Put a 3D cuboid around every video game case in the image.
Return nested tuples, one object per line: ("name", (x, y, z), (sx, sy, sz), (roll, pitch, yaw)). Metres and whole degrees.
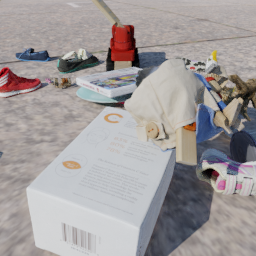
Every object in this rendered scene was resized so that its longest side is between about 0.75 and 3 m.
("video game case", (-0.135, -1.502, 8.852), (2.328, 0.268, 2.122), (-17, 27, -31))

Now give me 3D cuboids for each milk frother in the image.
("milk frother", (3.247, 0.281, 5.604), (1.611, 1.712, 1.545), (-8, 36, -12))

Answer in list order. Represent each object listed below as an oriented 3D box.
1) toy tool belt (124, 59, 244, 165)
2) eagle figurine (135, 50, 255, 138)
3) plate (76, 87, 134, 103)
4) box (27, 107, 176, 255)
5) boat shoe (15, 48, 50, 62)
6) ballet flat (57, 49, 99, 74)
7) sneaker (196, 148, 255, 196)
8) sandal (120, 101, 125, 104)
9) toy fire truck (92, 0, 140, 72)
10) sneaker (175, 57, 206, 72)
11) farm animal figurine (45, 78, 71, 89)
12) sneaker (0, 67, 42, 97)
("toy tool belt", (1.144, -0.167, 4.587), (2.313, 1.444, 1.422), (-9, 61, -47))
("eagle figurine", (2.001, -1.011, 7.654), (2.982, 2.263, 2.251), (3, 54, 46))
("plate", (-0.406, -1.435, 9.469), (2.692, 0.344, 2.692), (-2, 24, 1))
("box", (-0.187, 0.886, 4.862), (1.650, 1.293, 2.653), (15, 34, 16))
("boat shoe", (-4.389, -3.433, 12.913), (1.643, 0.564, 0.692), (3, 31, 4))
("ballet flat", (-2.060, -2.920, 11.885), (0.738, 0.742, 2.170), (21, 36, 33))
("sneaker", (2.079, 1.015, 5.420), (1.743, 0.709, 0.769), (15, 34, 39))
("sandal", (0.022, -0.911, 8.883), (0.676, 0.406, 1.801), (-26, 43, -37))
("toy fire truck", (-0.431, -3.798, 11.320), (1.809, 2.812, 2.475), (1, 31, 0))
("sneaker", (2.589, -2.634, 11.783), (1.397, 0.563, 0.583), (13, 17, 5))
("farm animal figurine", (-2.494, -1.595, 10.065), (0.813, 0.409, 0.656), (0, 12, 7))
("sneaker", (-3.746, -1.679, 9.634), (0.619, 0.913, 1.580), (24, 38, 34))
